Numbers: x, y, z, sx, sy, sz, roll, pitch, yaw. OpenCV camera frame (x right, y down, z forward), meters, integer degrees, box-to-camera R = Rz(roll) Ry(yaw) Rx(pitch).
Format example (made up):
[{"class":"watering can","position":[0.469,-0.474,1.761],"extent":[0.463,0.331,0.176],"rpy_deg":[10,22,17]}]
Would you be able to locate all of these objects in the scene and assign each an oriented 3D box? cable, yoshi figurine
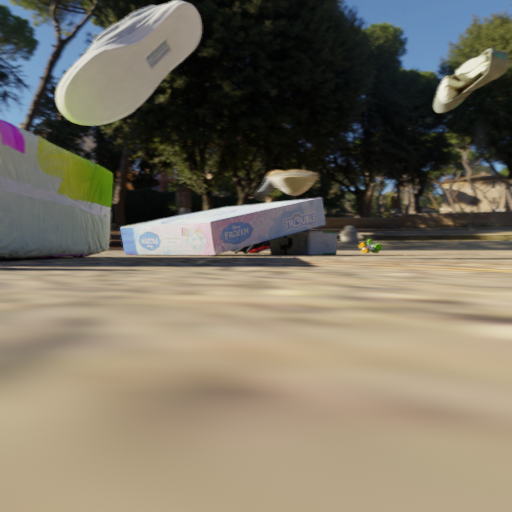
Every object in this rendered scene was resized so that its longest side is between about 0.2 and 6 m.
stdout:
[{"class":"cable","position":[0.016,-0.380,14.277],"extent":[1.549,0.482,1.899],"rpy_deg":[-11,5,-36]},{"class":"yoshi figurine","position":[3.225,-0.231,15.542],"extent":[0.718,0.404,0.402],"rpy_deg":[3,15,-40]}]

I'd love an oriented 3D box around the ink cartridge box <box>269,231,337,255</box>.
[{"class":"ink cartridge box","position":[0.932,-0.252,11.246],"extent":[0.829,0.470,1.131],"rpy_deg":[-2,2,-41]}]

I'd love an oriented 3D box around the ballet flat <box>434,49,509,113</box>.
[{"class":"ballet flat","position":[3.929,-3.358,10.705],"extent":[0.591,0.625,1.856],"rpy_deg":[7,-17,-25]}]

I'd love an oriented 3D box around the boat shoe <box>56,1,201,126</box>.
[{"class":"boat shoe","position":[-2.097,-3.105,8.750],"extent":[1.009,2.946,1.061],"rpy_deg":[18,-29,35]}]

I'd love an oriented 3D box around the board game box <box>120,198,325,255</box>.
[{"class":"board game box","position":[-0.641,-0.555,10.735],"extent":[2.818,0.611,2.804],"rpy_deg":[-16,10,-42]}]

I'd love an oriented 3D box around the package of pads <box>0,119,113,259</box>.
[{"class":"package of pads","position":[-3.866,-0.677,6.502],"extent":[3.313,1.462,4.288],"rpy_deg":[1,0,2]}]

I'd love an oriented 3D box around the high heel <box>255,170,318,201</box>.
[{"class":"high heel","position":[0.958,-2.062,14.396],"extent":[1.891,0.675,1.348],"rpy_deg":[-13,26,38]}]

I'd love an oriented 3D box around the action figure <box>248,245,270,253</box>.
[{"class":"action figure","position":[0.611,-0.342,15.421],"extent":[2.569,0.664,0.841],"rpy_deg":[-3,3,15]}]
